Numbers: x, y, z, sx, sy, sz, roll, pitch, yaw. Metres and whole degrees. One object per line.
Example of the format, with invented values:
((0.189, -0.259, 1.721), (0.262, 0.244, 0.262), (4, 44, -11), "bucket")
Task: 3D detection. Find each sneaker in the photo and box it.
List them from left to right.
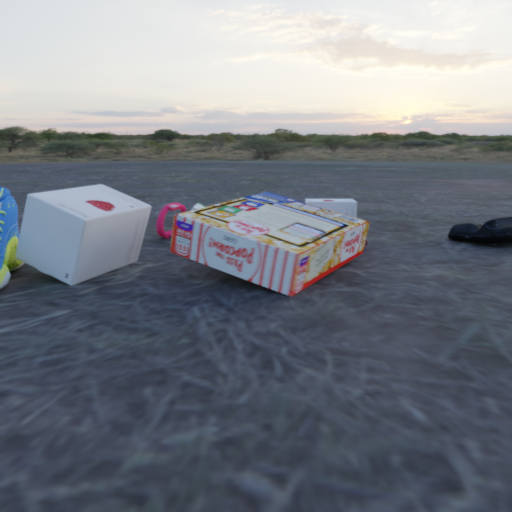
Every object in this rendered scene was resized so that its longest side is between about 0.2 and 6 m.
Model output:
((-3.908, -0.269, 7.812), (0.957, 1.328, 2.528), (-3, 12, -11), "sneaker")

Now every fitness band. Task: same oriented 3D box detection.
((-1.739, -0.723, 11.496), (0.182, 0.698, 0.972), (20, 16, 16), "fitness band")

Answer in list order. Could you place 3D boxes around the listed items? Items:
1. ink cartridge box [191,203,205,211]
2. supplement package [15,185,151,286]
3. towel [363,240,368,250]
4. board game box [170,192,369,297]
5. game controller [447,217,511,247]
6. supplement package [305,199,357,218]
((-1.278, -0.766, 11.863), (0.342, 0.567, 0.781), (29, 12, -5), "ink cartridge box")
((-2.557, -0.382, 8.489), (1.044, 1.031, 1.722), (24, 19, 14), "supplement package")
((0.576, -0.413, 11.005), (1.993, 0.315, 2.767), (-5, 13, -25), "towel")
((0.313, -0.322, 8.664), (2.034, 0.622, 2.685), (20, 22, 27), "board game box")
((5.139, -0.530, 11.406), (2.571, 0.541, 1.341), (-7, -1, -32), "game controller")
((1.660, -0.933, 12.586), (1.099, 0.658, 0.666), (0, 12, 0), "supplement package")
